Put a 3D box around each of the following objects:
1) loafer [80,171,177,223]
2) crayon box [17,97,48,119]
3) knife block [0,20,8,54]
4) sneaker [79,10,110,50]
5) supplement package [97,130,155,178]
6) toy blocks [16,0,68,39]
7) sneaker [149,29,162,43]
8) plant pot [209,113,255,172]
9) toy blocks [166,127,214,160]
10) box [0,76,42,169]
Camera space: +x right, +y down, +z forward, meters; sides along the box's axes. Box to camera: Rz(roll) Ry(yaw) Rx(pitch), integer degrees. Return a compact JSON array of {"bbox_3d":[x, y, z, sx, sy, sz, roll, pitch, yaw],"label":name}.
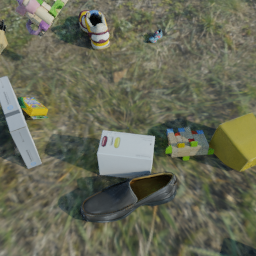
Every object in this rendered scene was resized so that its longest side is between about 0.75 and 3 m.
[{"bbox_3d":[0.015,1.559,6.768,2.463,0.890,0.896,-17,54,-12],"label":"loafer"},{"bbox_3d":[-2.966,-0.638,8.798,0.962,0.248,0.605,37,23,25],"label":"crayon box"},{"bbox_3d":[-5.151,-3.589,10.771,0.446,1.224,1.394,7,51,7],"label":"knife block"},{"bbox_3d":[-1.390,-4.389,11.441,0.992,1.193,2.648,-19,53,-15],"label":"sneaker"},{"bbox_3d":[-0.043,0.739,7.324,1.366,1.064,0.757,6,51,4],"label":"supplement package"},{"bbox_3d":[-2.476,-3.608,7.560,1.441,1.712,1.600,34,79,-22],"label":"toy blocks"},{"bbox_3d":[1.112,-3.810,11.494,0.320,0.385,0.806,30,57,22],"label":"sneaker"},{"bbox_3d":[3.056,0.482,7.568,1.119,1.112,1.145,-18,58,-15],"label":"plant pot"},{"bbox_3d":[1.668,0.358,8.004,1.342,0.670,0.917,-4,39,-2],"label":"toy blocks"},{"bbox_3d":[-3.040,-0.161,7.702,0.432,1.634,2.096,-21,54,-17],"label":"box"}]
